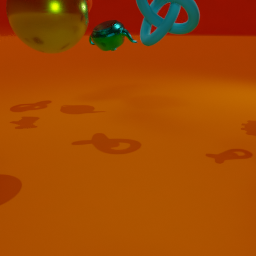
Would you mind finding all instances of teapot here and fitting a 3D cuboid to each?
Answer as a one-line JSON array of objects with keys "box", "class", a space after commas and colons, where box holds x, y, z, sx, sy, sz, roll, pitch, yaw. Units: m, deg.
[{"box": [-0.565, -3.044, 9.434, 1.883, 0.922, 1.171, 4, 44, 30], "class": "teapot"}]

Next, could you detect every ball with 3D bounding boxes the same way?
[{"box": [-1.257, -1.832, 4.464, 1.255, 1.255, 1.255, 0, 20, 0], "class": "ball"}]

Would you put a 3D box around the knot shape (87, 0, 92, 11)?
[{"box": [-1.959, -4.152, 9.570, 0.784, 1.589, 1.698, 6, -22, 27], "class": "knot shape"}]

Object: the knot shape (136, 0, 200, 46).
[{"box": [0.924, -2.675, 6.480, 1.514, 1.617, 0.747, 19, 25, 27], "class": "knot shape"}]
